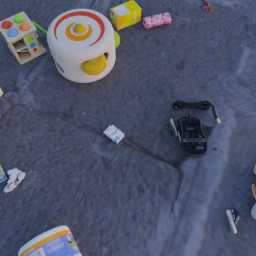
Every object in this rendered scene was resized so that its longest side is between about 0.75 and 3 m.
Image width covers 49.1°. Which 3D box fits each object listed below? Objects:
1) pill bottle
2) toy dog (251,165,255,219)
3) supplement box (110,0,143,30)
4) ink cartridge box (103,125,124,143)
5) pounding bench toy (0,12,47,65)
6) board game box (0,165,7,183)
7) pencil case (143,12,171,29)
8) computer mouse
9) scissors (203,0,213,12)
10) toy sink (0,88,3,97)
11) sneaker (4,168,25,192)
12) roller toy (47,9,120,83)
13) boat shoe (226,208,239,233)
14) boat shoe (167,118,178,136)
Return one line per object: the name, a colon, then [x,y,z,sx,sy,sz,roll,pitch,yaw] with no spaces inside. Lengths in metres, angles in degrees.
pill bottle: [-1.857,4.486,8.018,1.615,1.615,2.882,-28,68,-13]
toy dog: [4.853,2.058,9.586,1.377,1.005,2.087,4,63,2]
supplement box: [-0.077,-5.459,13.501,1.397,0.765,0.760,-27,66,-14]
ink cartridge box: [-0.571,0.201,10.936,0.751,0.255,0.436,37,71,18]
pounding bench toy: [-4.375,-4.195,12.386,2.070,1.614,1.286,-33,68,-15]
board game box: [-4.997,1.829,10.189,0.984,0.143,0.662,-30,67,-14]
pencil case: [1.393,-5.166,13.476,1.336,0.553,0.578,-17,81,-9]
computer mouse: [2.758,0.044,10.898,1.826,0.598,2.600,-5,58,-7]
scissors: [3.999,-6.455,14.398,0.485,0.092,1.327,-7,62,-1]
toy sink: [-6.139,-1.253,11.295,1.101,0.947,1.690,23,61,11]
sneaker: [-4.194,1.853,10.076,0.524,0.342,0.911,33,63,16]
roller toy: [-1.919,-3.473,11.767,2.710,2.076,2.971,13,64,7]
boat shoe: [3.614,3.101,9.450,0.378,0.305,0.816,-12,63,2]
boat shoe: [1.760,0.001,11.054,0.254,0.276,0.771,-20,71,10]
